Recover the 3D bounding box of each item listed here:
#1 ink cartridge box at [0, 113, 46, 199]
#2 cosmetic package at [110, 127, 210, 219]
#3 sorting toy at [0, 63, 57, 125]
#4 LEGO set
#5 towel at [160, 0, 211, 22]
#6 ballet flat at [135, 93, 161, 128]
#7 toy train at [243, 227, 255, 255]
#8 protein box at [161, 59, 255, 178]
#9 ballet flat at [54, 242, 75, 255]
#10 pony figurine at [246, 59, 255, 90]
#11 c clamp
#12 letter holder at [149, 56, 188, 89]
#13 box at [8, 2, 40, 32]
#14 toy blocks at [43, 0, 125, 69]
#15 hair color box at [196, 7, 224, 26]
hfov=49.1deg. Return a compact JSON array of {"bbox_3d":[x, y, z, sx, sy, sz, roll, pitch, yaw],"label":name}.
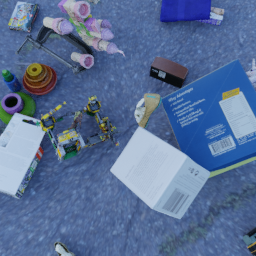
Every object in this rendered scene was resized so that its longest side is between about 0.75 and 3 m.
[{"bbox_3d":[-4.132,0.978,10.475,1.583,0.732,2.906,17,64,7],"label":"ink cartridge box"},{"bbox_3d":[0.930,1.297,8.278,2.010,1.657,1.658,34,90,44],"label":"cosmetic package"},{"bbox_3d":[-4.262,-1.625,11.264,1.797,1.227,2.990,31,72,11],"label":"sorting toy"},{"bbox_3d":[-1.755,-0.074,10.078,2.827,1.638,2.174,-13,78,-20],"label":"LEGO set"},{"bbox_3d":[2.684,-5.645,13.034,2.305,0.571,1.702,3,72,17],"label":"towel"},{"bbox_3d":[0.567,-0.624,9.867,0.643,2.042,0.701,13,60,-8],"label":"ballet flat"},{"bbox_3d":[4.953,3.675,9.373,2.130,0.908,1.214,-28,61,-11],"label":"toy train"},{"bbox_3d":[3.181,-0.156,9.641,2.910,1.977,2.931,-27,67,23],"label":"protein box"},{"bbox_3d":[-2.052,4.075,8.995,0.461,0.511,1.359,-47,33,-19],"label":"ballet flat"},{"bbox_3d":[4.697,-1.265,10.918,2.546,2.120,2.458,-30,67,6],"label":"pony figurine"},{"bbox_3d":[-2.834,-3.168,11.635,2.903,0.393,2.480,27,56,-23],"label":"c clamp"},{"bbox_3d":[1.817,-2.531,11.903,1.479,0.744,1.051,25,69,10],"label":"letter holder"},{"bbox_3d":[-4.903,-5.255,13.231,1.032,0.285,1.511,9,68,4],"label":"box"},{"bbox_3d":[-1.311,-4.013,10.952,2.277,2.528,2.705,28,76,37],"label":"toy blocks"},{"bbox_3d":[3.819,-5.328,13.196,1.263,0.409,0.690,15,69,6],"label":"hair color box"}]
